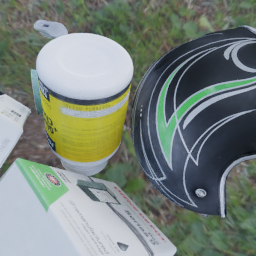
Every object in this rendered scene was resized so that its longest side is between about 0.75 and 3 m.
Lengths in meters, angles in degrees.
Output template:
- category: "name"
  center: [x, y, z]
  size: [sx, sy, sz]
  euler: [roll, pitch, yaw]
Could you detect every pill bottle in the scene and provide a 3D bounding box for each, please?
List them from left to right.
- category: "pill bottle"
  center: [-0.779, -0.224, 5.109]
  size: [1.466, 2.617, 1.466]
  euler: [5, 50, -5]

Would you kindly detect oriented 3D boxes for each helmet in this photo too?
- category: "helmet"
  center: [1.411, -0.052, 5.023]
  size: [2.798, 2.935, 2.935]
  euler: [-34, 81, 12]

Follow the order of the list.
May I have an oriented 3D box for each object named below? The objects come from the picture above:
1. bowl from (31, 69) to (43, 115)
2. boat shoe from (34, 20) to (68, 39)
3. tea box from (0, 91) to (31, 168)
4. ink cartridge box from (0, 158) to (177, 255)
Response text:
- category: "bowl"
  center: [-1.692, -0.766, 5.815]
  size: [0.489, 0.935, 0.935]
  euler: [-9, 80, -15]
- category: "boat shoe"
  center: [-1.694, -2.152, 6.305]
  size: [0.983, 0.323, 0.354]
  euler: [20, 76, 26]
- category: "tea box"
  center: [-3.583, -0.156, 5.092]
  size: [2.879, 2.926, 1.955]
  euler: [33, 89, -20]
- category: "ink cartridge box"
  center: [-0.704, 1.846, 4.891]
  size: [2.117, 2.901, 1.219]
  euler: [41, 96, 34]
